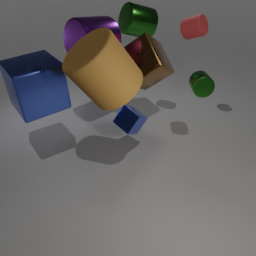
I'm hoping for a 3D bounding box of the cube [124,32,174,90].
[{"bbox_3d":[0.645,-2.411,10.413,1.400,1.400,1.400,-29,-12,25],"label":"cube"}]

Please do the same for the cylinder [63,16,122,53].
[{"bbox_3d":[-1.172,-2.939,9.266,1.400,1.400,1.400,27,36,36],"label":"cylinder"}]

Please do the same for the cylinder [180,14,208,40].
[{"bbox_3d":[2.231,-3.390,9.415,0.700,0.700,0.700,1,26,41],"label":"cylinder"}]

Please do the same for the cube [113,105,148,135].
[{"bbox_3d":[0.080,-0.265,9.062,0.700,0.700,0.700,39,15,21],"label":"cube"}]

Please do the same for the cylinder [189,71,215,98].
[{"bbox_3d":[2.385,-1.431,9.098,0.700,0.700,0.700,0,29,0],"label":"cylinder"}]

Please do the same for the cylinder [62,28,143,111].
[{"bbox_3d":[-0.578,-1.363,6.644,1.400,1.400,1.400,-23,43,24],"label":"cylinder"}]

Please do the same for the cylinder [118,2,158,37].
[{"bbox_3d":[0.464,-5.005,13.102,1.400,1.400,1.400,1,28,-30],"label":"cylinder"}]

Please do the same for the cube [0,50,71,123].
[{"bbox_3d":[-2.631,-1.231,7.998,1.400,1.400,1.400,-24,41,-26],"label":"cube"}]
